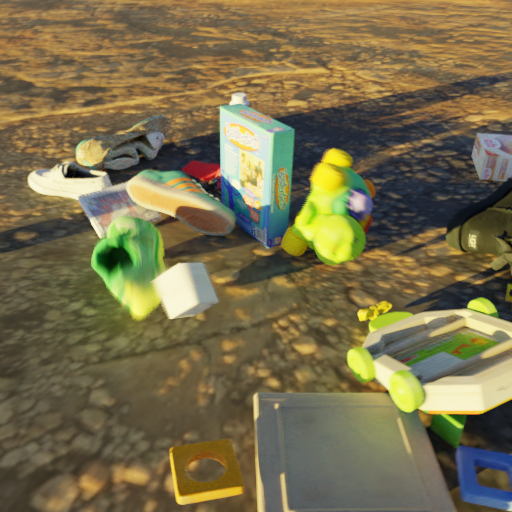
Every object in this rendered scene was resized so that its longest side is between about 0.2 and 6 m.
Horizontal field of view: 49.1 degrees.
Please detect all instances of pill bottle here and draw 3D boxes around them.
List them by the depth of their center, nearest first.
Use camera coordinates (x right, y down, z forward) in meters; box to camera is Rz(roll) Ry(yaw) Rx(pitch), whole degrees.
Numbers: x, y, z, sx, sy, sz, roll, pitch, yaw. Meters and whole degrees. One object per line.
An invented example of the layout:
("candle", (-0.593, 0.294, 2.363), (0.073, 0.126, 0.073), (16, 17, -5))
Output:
("pill bottle", (-0.461, -4.062, 15.851), (0.538, 0.985, 0.538), (0, 33, 0))

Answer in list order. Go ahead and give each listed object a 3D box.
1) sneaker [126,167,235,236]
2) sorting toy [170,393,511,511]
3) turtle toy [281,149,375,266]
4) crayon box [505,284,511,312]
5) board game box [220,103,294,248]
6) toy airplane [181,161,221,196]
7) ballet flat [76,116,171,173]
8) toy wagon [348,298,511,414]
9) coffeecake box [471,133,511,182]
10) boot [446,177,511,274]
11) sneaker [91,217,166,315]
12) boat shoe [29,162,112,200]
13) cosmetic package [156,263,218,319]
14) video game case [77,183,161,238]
("sneaker", (-1.363, -1.208, 11.189), (2.339, 0.835, 0.934), (24, 49, 12))
("sorting toy", (0.994, 2.388, 6.398), (3.910, 0.533, 2.201), (1, 26, -3))
("turtle toy", (1.393, -0.684, 10.005), (1.288, 1.857, 2.549), (28, 29, 3))
("crayon box", (4.517, 0.764, 9.149), (0.843, 0.214, 0.535), (15, 36, 22))
("board game box", (-0.040, -1.560, 10.792), (0.520, 2.311, 1.757), (-19, 39, -29))
("toy airplane", (-0.379, -2.073, 13.262), (2.638, 0.485, 2.638), (1, 34, -1))
("ballet flat", (-3.077, -2.689, 14.030), (2.882, 1.016, 0.941), (-33, 71, -36))
("toy wagon", (2.401, 1.212, 7.612), (2.255, 0.575, 2.907), (-18, 12, -17))
("coffeecake box", (6.313, -2.343, 13.486), (1.878, 0.686, 1.441), (6, 34, 8))
("boot", (5.256, -0.489, 10.013), (3.033, 1.122, 2.486), (-26, 31, -24))
("sneaker", (-2.157, -0.082, 9.394), (0.957, 1.079, 2.583), (-45, 35, 7))
("boat shoe", (-4.185, -1.729, 12.503), (2.217, 0.729, 0.798), (17, 37, 24))
("cosmetic package", (-1.035, 0.516, 8.374), (0.553, 0.553, 0.671), (1, 62, -58))
("video game case", (-2.835, -0.996, 11.574), (1.303, 0.164, 1.430), (-20, 47, -24))
